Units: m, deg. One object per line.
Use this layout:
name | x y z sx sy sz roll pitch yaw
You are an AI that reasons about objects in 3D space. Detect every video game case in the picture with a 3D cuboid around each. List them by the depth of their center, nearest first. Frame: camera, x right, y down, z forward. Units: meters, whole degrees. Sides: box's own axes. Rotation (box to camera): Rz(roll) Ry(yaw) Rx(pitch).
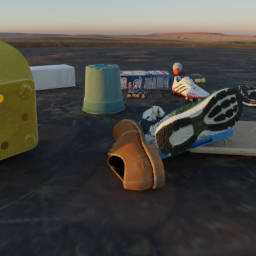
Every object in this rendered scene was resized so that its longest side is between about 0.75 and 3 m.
video game case | 1.316 0.220 7.000 2.050 0.182 1.467 -17 17 -7

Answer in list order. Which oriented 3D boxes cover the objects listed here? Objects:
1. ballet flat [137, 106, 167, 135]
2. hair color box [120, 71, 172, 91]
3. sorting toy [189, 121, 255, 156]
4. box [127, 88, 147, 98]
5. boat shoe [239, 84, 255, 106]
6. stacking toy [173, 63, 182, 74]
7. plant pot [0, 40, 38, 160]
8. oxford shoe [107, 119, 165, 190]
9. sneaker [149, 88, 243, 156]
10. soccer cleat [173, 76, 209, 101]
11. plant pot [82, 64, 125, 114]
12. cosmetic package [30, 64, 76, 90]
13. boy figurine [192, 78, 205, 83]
ballet flat | 0.806 -0.330 8.740 0.683 0.683 1.871 12 23 29
hair color box | 0.781 -2.455 14.382 2.716 0.822 1.358 -3 20 -8
sorting toy | 3.071 0.304 7.295 2.963 0.436 2.190 3 21 10
box | 0.437 -1.615 12.899 0.871 0.237 1.087 2 20 6
boat shoe | 5.120 -1.395 11.718 0.758 0.619 2.051 2 20 6
stacking toy | 3.345 -3.989 19.152 0.629 0.629 1.473 5 27 12
plant pot | -3.609 -0.507 6.372 2.865 2.782 2.801 21 28 34
oxford shoe | -0.063 0.465 6.188 0.922 0.922 2.586 -9 23 -11
sneaker | 1.437 -0.298 6.140 2.361 0.908 1.046 -24 23 -15
soccer cleat | 2.725 -1.775 12.354 0.731 0.907 2.130 -11 22 -27
plant pot | -0.938 -1.534 10.617 1.675 1.641 1.675 0 21 0
cosmetic package | -4.186 -2.666 14.572 2.536 1.076 1.365 -13 25 -31
boy figurine | 3.907 -2.694 15.851 0.909 0.293 0.565 4 17 18
